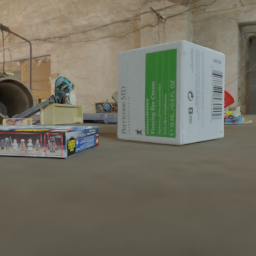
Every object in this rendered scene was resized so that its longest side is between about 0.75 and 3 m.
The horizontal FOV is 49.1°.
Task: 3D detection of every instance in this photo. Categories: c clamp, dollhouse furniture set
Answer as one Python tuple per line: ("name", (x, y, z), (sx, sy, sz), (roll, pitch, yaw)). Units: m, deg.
("c clamp", (-3.402, -0.618, 10.114), (2.342, 0.317, 2.001), (-35, 6, -31))
("dollhouse furniture set", (-0.564, -0.910, 12.131), (0.698, 0.996, 0.702), (50, 2, -43))

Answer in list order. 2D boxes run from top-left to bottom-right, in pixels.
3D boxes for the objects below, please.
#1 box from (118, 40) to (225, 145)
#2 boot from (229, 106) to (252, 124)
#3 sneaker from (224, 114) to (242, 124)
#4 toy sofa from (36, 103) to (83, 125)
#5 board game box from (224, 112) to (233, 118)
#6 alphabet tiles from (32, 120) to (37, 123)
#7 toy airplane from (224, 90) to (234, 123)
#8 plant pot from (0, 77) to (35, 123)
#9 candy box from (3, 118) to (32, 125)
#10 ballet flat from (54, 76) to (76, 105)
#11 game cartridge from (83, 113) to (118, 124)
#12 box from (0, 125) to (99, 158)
("box", (0.806, -0.579, 5.068), (1.371, 1.592, 1.600), (3, 5, 42))
("boot", (4.732, -0.555, 11.821), (0.963, 0.745, 0.347), (1, 4, 14))
("sneaker", (4.106, -0.369, 11.254), (0.924, 0.442, 0.367), (1, 4, 19))
("toy sofa", (-2.743, -0.561, 11.294), (0.973, 0.826, 1.994), (2, 4, 26))
("board game box", (3.538, -0.482, 12.711), (1.297, 0.407, 2.716), (-1, -4, -4))
("alphabet tiles", (-4.548, -0.306, 13.326), (2.304, 0.073, 1.918), (2, 4, 28))
("toy airplane", (1.770, -0.965, 8.826), (2.667, 1.882, 2.655), (10, 18, 31))
("plant pot", (-5.303, -0.988, 12.050), (1.713, 1.965, 1.965), (-19, -9, 40))
("candy box", (-3.402, -0.148, 8.708), (0.654, 0.317, 1.121), (0, 5, -10))
("ballet flat", (-2.821, -1.045, 12.676), (1.054, 1.054, 2.841), (-1, -35, -10))
("game cartridge", (-0.930, -0.452, 12.625), (1.823, 0.540, 2.813), (-9, 9, -43))
("box", (-1.304, 0.144, 3.739), (1.578, 0.315, 1.080), (1, 4, 14))
